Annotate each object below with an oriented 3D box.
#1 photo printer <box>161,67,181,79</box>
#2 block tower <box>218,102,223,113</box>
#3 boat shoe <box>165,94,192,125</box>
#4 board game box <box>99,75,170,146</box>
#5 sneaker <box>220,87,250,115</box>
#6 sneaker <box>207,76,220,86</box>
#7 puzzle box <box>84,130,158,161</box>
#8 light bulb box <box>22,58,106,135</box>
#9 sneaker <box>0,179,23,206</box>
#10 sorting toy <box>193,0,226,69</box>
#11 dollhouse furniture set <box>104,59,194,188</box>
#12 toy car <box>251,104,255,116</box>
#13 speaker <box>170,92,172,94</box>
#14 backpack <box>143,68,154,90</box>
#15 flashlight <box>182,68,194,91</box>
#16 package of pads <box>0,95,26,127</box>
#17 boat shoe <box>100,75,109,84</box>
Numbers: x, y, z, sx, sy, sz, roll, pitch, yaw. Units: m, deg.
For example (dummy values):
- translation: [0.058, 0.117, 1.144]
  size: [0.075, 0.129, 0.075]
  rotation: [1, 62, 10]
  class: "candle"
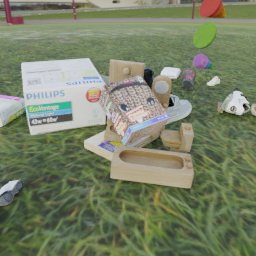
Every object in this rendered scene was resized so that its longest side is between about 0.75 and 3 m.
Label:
- translation: [2.611, -3.350, 17.241]
  size: [1.083, 0.452, 1.302]
  rotation: [9, 28, 15]
  class: "photo printer"
- translation: [4.149, -0.921, 12.580]
  size: [0.230, 0.215, 0.797]
  rotation: [9, 27, 15]
  class: "block tower"
- translation: [1.788, -0.861, 11.615]
  size: [2.671, 0.951, 0.932]
  rotation: [-24, 35, -39]
  class: "boat shoe"
- translation: [0.139, -0.521, 7.720]
  size: [1.250, 0.759, 1.567]
  rotation: [-21, 68, -27]
  class: "board game box"
- translation: [4.836, -1.068, 12.351]
  size: [1.071, 0.897, 2.420]
  rotation: [32, 34, 16]
  class: "sneaker"
- translation: [4.853, -2.694, 15.919]
  size: [1.087, 0.460, 0.396]
  rotation: [-24, 37, -38]
  class: "sneaker"
- translation: [-0.193, 0.388, 9.826]
  size: [1.532, 0.293, 2.303]
  rotation: [22, 34, 36]
  class: "puzzle box"
- translation: [-2.664, -1.424, 11.418]
  size: [2.973, 1.872, 3.000]
  rotation: [-9, 34, -16]
  class: "light bulb box"
- translation: [-3.139, 1.684, 7.236]
  size: [0.428, 0.366, 0.983]
  rotation: [-5, 17, 17]
  class: "sneaker"
- translation: [3.215, -3.546, 10.655]
  size: [0.998, 2.897, 1.005]
  rotation: [15, -6, -35]
  class: "sorting toy"
- translation: [0.582, -0.278, 8.274]
  size: [2.797, 2.397, 2.941]
  rotation: [7, 31, 3]
  class: "dollhouse furniture set"
- translation: [6.013, -0.873, 11.675]
  size: [1.432, 1.254, 1.074]
  rotation: [-17, 65, -31]
  class: "toy car"
- translation: [1.807, -1.798, 14.156]
  size: [0.396, 0.396, 0.975]
  rotation: [-15, 30, -27]
  class: "speaker"
- translation: [0.127, -1.757, 12.657]
  size: [1.903, 1.742, 1.399]
  rotation: [-14, 15, -20]
  class: "backpack"
- translation: [3.364, -2.779, 15.783]
  size: [0.732, 0.734, 2.161]
  rotation: [6, 26, 13]
  class: "flashlight"
- translation: [-5.703, -0.789, 11.682]
  size: [2.243, 0.765, 1.733]
  rotation: [7, 27, 15]
  class: "package of pads"
- translation: [-1.254, -2.028, 13.821]
  size: [2.599, 0.926, 0.907]
  rotation: [23, 64, -7]
  class: "boat shoe"
